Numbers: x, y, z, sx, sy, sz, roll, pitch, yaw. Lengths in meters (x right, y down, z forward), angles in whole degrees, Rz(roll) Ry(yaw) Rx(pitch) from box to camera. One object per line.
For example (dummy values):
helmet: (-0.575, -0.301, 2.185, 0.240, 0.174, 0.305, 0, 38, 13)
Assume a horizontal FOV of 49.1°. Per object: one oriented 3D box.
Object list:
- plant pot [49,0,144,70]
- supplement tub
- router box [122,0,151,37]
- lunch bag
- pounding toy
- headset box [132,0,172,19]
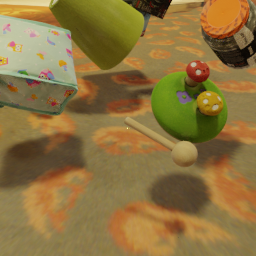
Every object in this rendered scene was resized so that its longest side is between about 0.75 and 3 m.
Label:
plant pot: (-1.153, -3.506, 8.985, 2.479, 2.319, 2.319, 31, 13, -35)
supplement tub: (2.411, -2.164, 6.373, 1.186, 1.186, 1.936, 24, 6, 34)
router box: (-0.532, -4.511, 11.072, 2.891, 2.167, 0.898, -12, 71, -15)
lunch bag: (-2.451, -1.453, 6.314, 2.273, 1.386, 1.936, 6, 57, -33)
pounding toy: (1.122, -0.448, 4.980, 1.529, 0.919, 1.981, 40, 61, 9)
headset box: (0.802, -4.484, 9.602, 1.323, 0.983, 0.496, 16, 49, -14)
